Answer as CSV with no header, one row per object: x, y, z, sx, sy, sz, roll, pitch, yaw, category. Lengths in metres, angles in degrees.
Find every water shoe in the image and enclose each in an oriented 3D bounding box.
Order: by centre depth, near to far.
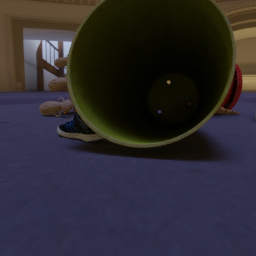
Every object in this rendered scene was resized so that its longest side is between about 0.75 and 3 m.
-0.969,-0.070,5.792,1.388,0.548,0.496,8,12,42,water shoe

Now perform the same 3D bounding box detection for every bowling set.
-1.987,-1.362,10.540,1.408,2.623,1.826,-3,-22,31,bowling set

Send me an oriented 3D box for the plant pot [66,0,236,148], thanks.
0.659,-0.880,5.710,2.708,2.708,2.894,3,-6,18,plant pot

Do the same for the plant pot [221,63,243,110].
3.024,-1.657,10.625,2.051,2.253,2.253,3,8,-9,plant pot

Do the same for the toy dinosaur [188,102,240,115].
2.413,-0.897,9.204,2.910,1.546,0.879,36,-22,1,toy dinosaur
